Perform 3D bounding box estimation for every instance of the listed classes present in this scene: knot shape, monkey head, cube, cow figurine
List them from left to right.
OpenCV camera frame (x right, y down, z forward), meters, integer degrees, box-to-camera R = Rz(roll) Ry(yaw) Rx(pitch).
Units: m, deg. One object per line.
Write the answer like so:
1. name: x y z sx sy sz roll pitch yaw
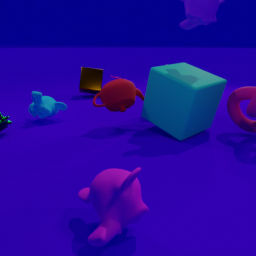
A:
1. cow figurine: -3.533 -0.342 6.881 1.181 0.659 1.200 -13 63 -13
2. monkey head: -2.391 -0.711 7.954 1.214 0.873 0.731 13 33 18
3. cube: -1.520 -1.913 11.478 0.891 0.891 0.891 6 -5 -10
4. monkey head: -0.221 0.868 3.225 1.149 0.692 0.826 -29 1 44
5. cube: 1.335 -0.707 6.896 1.338 1.338 1.338 -19 41 -40
6. monkey head: 1.543 -2.681 6.282 1.297 0.781 0.933 3 -4 -26
7. knot shape: 3.379 -0.557 6.315 1.831 0.904 1.957 2 -21 -5

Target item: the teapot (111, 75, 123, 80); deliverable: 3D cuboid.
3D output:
1. teapot: -0.407 -1.792 11.607 0.515 1.052 0.654 -5 43 21

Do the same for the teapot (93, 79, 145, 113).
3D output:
1. teapot: -0.173 -0.768 7.163 1.547 0.757 0.962 -11 -18 -22
